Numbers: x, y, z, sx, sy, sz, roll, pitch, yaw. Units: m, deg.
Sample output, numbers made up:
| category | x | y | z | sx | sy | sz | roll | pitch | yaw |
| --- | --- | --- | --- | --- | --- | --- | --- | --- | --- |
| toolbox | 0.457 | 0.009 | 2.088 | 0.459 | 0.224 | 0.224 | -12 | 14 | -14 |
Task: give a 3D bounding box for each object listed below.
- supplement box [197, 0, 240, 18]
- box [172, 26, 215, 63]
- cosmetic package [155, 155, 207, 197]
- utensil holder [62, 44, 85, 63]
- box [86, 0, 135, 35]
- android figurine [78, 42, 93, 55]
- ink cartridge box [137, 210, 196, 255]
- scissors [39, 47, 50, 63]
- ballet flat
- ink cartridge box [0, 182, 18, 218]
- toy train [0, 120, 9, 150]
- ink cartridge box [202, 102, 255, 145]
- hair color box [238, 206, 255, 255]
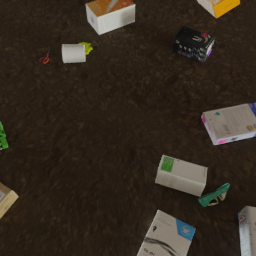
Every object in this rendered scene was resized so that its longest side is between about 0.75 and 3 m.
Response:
| category | x | y | z | sx | sy | sz | roll | pitch | yaw |
| --- | --- | --- | --- | --- | --- | --- | --- | --- | --- |
| supplement box | 3.312 | -4.934 | 10.500 | 0.992 | 0.579 | 1.574 | -31 | 47 | 9 |
| box | 3.153 | -4.048 | 13.542 | 1.708 | 0.906 | 1.044 | 26 | 60 | 17 |
| cosmetic package | 1.859 | 1.653 | 9.770 | 1.624 | 0.689 | 0.874 | 14 | 37 | 10 |
| utensil holder | -2.551 | -3.531 | 13.242 | 1.013 | 0.861 | 0.861 | -3 | 56 | -4 |
| box | -0.906 | -6.069 | 14.786 | 2.202 | 1.074 | 1.370 | -26 | 60 | -16 |
| android figurine | -2.240 | -3.951 | 13.912 | 0.927 | 0.190 | 0.844 | -18 | 58 | -13 |
| ink cartridge box | 1.004 | 3.815 | 8.400 | 1.288 | 0.753 | 2.220 | 23 | 59 | 15 |
| scissors | -3.950 | -3.589 | 13.754 | 0.423 | 0.081 | 1.156 | 14 | 56 | 12 |
| ballet flat | 3.032 | 2.348 | 9.617 | 1.256 | 0.423 | 0.442 | -24 | 71 | -11 |
| ink cartridge box | -4.914 | 2.548 | 9.275 | 1.540 | 0.702 | 1.870 | 27 | 61 | 16 |
| toy train | -5.104 | 0.204 | 11.086 | 0.439 | 0.325 | 1.555 | -18 | 58 | -23 |
| ink cartridge box | 4.319 | -0.202 | 11.246 | 2.335 | 0.490 | 1.393 | -13 | 57 | -5 |
| hair color box | 4.171 | 3.814 | 8.369 | 1.313 | 0.804 | 2.652 | 7 | 57 | 5 |
